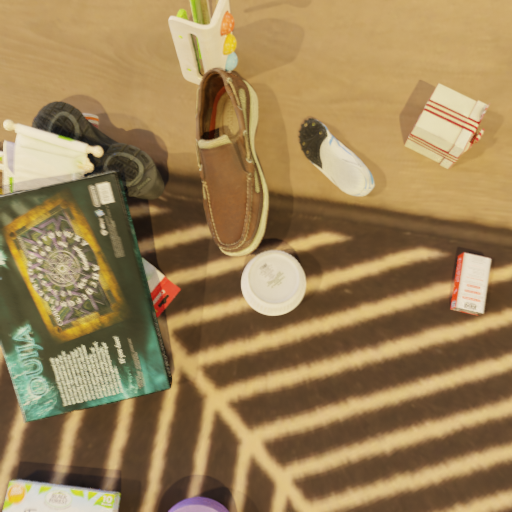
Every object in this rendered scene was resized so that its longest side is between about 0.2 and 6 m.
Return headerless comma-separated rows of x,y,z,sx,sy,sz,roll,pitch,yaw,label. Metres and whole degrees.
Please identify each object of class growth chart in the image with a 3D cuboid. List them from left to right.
-3.582,-1.054,9.107,1.744,2.410,0.214,21,37,-9,growth chart

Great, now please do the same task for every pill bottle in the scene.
-3.055,-2.115,10.012,0.445,0.445,0.779,1,92,0,pill bottle

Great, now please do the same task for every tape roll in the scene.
-0.922,4.473,8.637,1.312,0.557,1.312,0,79,0,tape roll

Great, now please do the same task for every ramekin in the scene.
0.298,0.430,9.456,1.122,0.589,1.122,0,79,0,ramekin

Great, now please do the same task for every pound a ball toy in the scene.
-0.704,-4.036,9.540,0.949,2.235,1.457,19,78,4,pound a ball toy

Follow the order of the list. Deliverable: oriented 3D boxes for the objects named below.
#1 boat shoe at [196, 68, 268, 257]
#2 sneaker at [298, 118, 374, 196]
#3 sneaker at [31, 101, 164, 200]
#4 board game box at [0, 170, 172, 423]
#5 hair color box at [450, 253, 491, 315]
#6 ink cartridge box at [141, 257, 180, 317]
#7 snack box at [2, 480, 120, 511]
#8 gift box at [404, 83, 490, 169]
-0.583,-1.623,9.441,1.197,1.199,3.241,-13,73,22,boat shoe
1.400,-1.731,9.972,0.647,0.653,1.801,-46,67,23,sneaker
-2.681,-1.651,9.504,2.622,1.190,0.996,35,88,13,sneaker
-2.878,0.655,8.703,2.394,0.498,3.539,-12,101,-3,board game box
3.675,0.483,9.593,0.492,0.297,0.970,13,78,2,hair color box
-1.866,0.560,9.629,0.878,0.220,0.706,37,81,9,ink cartridge box
-3.069,4.206,8.665,1.697,0.450,1.207,5,69,3,snack box
3.395,-2.304,9.787,1.072,1.060,1.148,30,86,8,gift box
